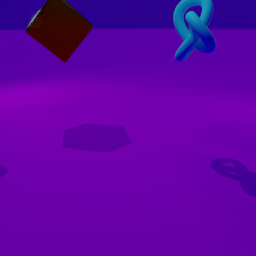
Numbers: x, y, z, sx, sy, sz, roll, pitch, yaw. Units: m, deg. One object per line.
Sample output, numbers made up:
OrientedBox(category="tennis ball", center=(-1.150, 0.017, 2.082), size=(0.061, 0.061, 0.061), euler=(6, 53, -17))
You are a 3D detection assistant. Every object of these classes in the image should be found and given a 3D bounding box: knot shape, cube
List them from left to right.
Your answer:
OrientedBox(category="cube", center=(-1.979, -2.965, 8.232), size=(1.348, 1.348, 1.348), euler=(37, 12, -23))
OrientedBox(category="knot shape", center=(1.473, -2.114, 6.141), size=(0.683, 1.479, 1.384), euler=(-2, 27, -10))
